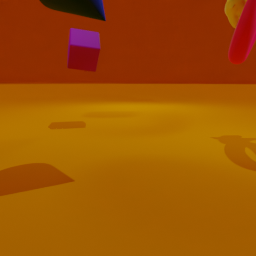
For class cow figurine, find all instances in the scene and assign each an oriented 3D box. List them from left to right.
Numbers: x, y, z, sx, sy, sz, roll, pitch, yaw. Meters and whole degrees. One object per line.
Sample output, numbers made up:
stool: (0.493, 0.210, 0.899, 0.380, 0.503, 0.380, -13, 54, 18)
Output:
cow figurine: (3.118, -3.714, 8.115, 0.809, 1.451, 1.474, -29, 8, 42)

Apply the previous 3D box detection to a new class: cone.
cone: (-0.790, -2.380, 5.150, 1.344, 1.344, 1.349, -12, 58, -51)

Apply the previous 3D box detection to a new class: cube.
cube: (-1.598, -2.775, 10.015, 1.025, 1.025, 1.025, 4, 50, -15)

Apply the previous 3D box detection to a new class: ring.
ring: (2.916, -2.514, 6.551, 0.418, 2.090, 2.090, 25, 18, 18)
